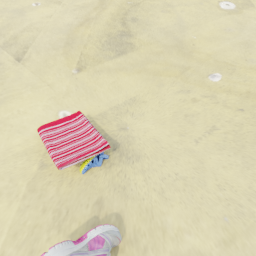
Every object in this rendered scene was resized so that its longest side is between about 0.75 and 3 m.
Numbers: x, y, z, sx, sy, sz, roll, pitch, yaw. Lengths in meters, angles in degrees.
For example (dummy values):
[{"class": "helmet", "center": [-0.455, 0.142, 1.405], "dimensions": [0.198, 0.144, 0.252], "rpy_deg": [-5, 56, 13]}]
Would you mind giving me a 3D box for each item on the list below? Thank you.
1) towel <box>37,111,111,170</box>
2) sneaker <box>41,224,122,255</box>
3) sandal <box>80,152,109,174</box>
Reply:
[{"class": "towel", "center": [-1.549, 0.246, 7.658], "dimensions": [1.477, 0.230, 2.043], "rpy_deg": [-23, 39, -20]}, {"class": "sneaker", "center": [-0.797, 2.560, 5.374], "dimensions": [2.110, 0.858, 0.931], "rpy_deg": [-1, 53, -54]}, {"class": "sandal", "center": [-0.898, 0.914, 7.742], "dimensions": [1.032, 0.410, 0.449], "rpy_deg": [-45, 101, -22]}]
